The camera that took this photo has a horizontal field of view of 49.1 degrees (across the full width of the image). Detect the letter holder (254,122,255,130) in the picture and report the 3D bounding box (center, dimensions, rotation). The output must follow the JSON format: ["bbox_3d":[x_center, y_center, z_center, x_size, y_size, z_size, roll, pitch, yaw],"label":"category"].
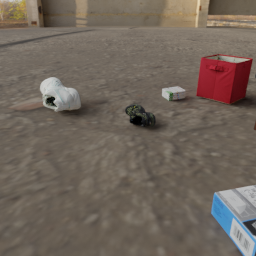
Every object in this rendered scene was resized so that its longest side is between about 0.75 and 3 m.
[{"bbox_3d":[4.597,-0.419,8.578,1.069,0.757,1.505,16,28,26],"label":"letter holder"}]

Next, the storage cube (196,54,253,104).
[{"bbox_3d":[3.772,-1.966,10.970,1.478,1.555,1.729,21,29,38],"label":"storage cube"}]

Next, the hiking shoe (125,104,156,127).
[{"bbox_3d":[0.248,-0.402,8.832,0.657,0.495,1.306,-15,29,-37],"label":"hiking shoe"}]

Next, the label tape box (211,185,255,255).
[{"bbox_3d":[2.431,1.470,4.638,1.651,0.522,1.190,-6,25,-13],"label":"label tape box"}]

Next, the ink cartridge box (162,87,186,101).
[{"bbox_3d":[1.820,-1.378,11.148,0.768,0.336,0.558,-13,32,-20],"label":"ink cartridge box"}]

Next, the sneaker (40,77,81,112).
[{"bbox_3d":[-2.754,-1.245,10.277,1.000,0.878,2.496,-22,33,-34],"label":"sneaker"}]
